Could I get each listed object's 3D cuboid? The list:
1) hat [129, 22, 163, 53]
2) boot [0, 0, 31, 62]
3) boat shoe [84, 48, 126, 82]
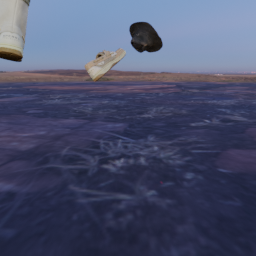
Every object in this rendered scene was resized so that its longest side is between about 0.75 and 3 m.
[{"bbox_3d":[0.616,-3.898,12.635,1.833,1.833,0.739,14,59,50],"label":"hat"},{"bbox_3d":[-3.698,-3.234,8.798,0.991,2.126,2.750,6,6,-29],"label":"boot"},{"bbox_3d":[-0.796,-2.581,10.486,0.828,0.750,2.323,-33,15,39],"label":"boat shoe"}]
